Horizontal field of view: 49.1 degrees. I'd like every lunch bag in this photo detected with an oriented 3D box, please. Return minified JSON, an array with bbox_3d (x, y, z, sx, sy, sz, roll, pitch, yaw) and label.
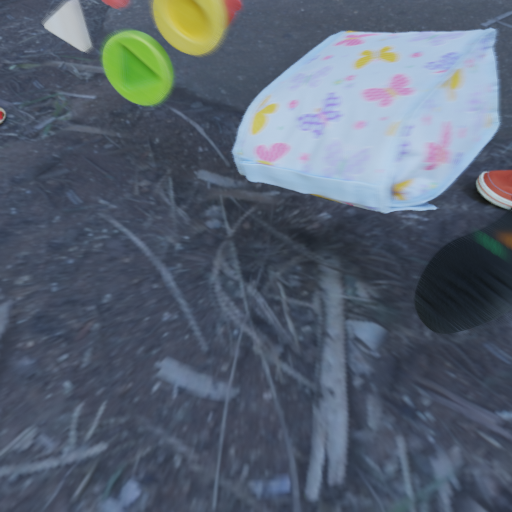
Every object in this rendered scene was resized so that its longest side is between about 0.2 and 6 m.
[{"bbox_3d":[0.974,-1.137,5.080,1.683,1.262,1.984,17,49,40],"label":"lunch bag"}]

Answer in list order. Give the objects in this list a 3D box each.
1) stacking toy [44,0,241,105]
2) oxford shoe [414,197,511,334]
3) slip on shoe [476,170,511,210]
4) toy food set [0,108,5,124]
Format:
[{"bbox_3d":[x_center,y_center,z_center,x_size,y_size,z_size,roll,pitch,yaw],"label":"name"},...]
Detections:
[{"bbox_3d":[-1.638,-3.585,7.957,2.521,2.282,1.065,39,47,-9],"label":"stacking toy"},{"bbox_3d":[2.379,0.018,5.068,0.945,2.238,0.813,-2,57,-39],"label":"oxford shoe"},{"bbox_3d":[5.140,-1.282,9.504,2.724,0.833,1.009,1,44,4],"label":"slip on shoe"},{"bbox_3d":[-5.846,-2.890,11.656,1.167,0.284,1.155,-29,50,-27],"label":"toy food set"}]
